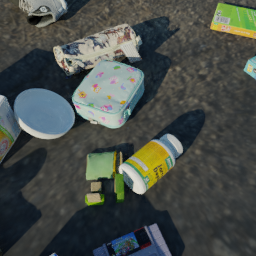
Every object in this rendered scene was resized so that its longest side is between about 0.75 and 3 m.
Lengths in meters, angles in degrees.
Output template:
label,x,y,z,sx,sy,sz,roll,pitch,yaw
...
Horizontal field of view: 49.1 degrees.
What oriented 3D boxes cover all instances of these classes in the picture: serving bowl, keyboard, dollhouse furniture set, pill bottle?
label,x,y,z,sx,sy,sz,roll,pitch,yaw
serving bowl,-2.362,-0.322,7.840,1.656,0.545,1.656,20,43,-20
keyboard,0.114,-2.422,9.067,0.401,1.424,0.076,-17,78,11
dollhouse furniture set,-0.594,1.072,6.931,0.952,0.729,1.453,-3,54,-2
pill bottle,0.618,0.841,7.012,1.560,0.880,0.880,-36,62,-24

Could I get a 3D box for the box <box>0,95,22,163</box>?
label,x,y,z,sx,sy,sz,roll,pitch,yaw
box,-4.468,-0.170,7.339,2.682,1.509,1.359,14,55,10

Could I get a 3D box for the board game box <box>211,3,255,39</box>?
label,x,y,z,sx,sy,sz,roll,pitch,yaw
board game box,4.807,-4.052,10.830,2.928,0.439,1.399,16,57,14

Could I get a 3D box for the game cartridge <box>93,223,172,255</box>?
label,x,y,z,sx,sy,sz,roll,pitch,yaw
game cartridge,0.115,2.778,6.005,1.544,0.296,1.001,-19,61,-13

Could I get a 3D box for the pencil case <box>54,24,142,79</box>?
label,x,y,z,sx,sy,sz,roll,pitch,yaw
pencil case,-0.973,-2.591,9.324,2.784,1.083,1.245,-24,40,-17

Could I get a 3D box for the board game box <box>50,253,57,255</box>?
label,x,y,z,sx,sy,sz,roll,pitch,yaw
board game box,-1.480,3.690,4.858,1.689,1.026,2.119,-28,59,-19

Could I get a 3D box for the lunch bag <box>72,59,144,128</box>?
label,x,y,z,sx,sy,sz,roll,pitch,yaw
lunch bag,-0.506,-1.008,8.366,1.722,0.828,2.147,22,57,14

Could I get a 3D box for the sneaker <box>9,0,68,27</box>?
label,x,y,z,sx,sy,sz,roll,pitch,yaw
sneaker,-3.850,-4.749,10.994,2.647,0.993,1.528,15,58,9

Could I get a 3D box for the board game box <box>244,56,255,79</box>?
label,x,y,z,sx,sy,sz,roll,pitch,yaw
board game box,5.245,-2.046,9.326,2.092,0.491,1.579,-29,59,-19

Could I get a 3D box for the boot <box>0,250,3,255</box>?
label,x,y,z,sx,sy,sz,roll,pitch,yaw
boot,-4.036,2.440,5.910,2.214,0.803,2.013,40,49,17
